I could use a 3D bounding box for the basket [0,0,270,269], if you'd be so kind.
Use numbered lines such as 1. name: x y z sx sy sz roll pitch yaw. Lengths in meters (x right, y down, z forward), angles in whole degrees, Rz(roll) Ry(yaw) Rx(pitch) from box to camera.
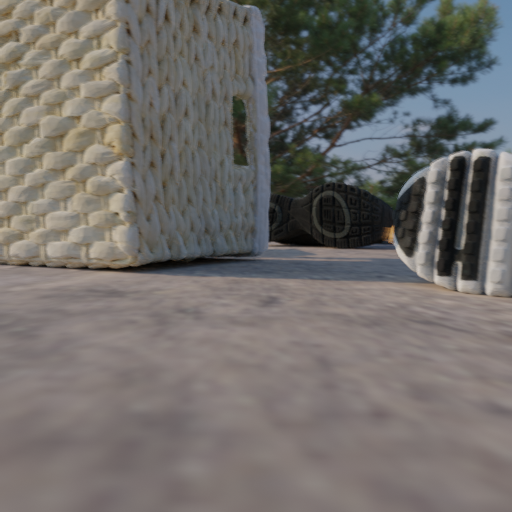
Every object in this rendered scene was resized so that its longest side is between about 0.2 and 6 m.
1. basket: -1.786 -1.473 6.858 3.179 3.150 2.556 2 6 32

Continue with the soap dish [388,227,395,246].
1. soap dish: 2.649 -0.524 8.903 0.767 0.396 0.975 8 -40 -16

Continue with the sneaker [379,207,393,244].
1. sneaker: 2.363 -0.775 12.725 2.519 1.017 1.454 0 1 -30

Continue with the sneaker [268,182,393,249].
1. sneaker: 1.368 -0.732 11.174 3.296 1.251 1.496 7 -1 41

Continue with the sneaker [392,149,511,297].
1. sneaker: 2.117 -0.134 3.708 1.117 1.035 2.755 13 -2 -36
